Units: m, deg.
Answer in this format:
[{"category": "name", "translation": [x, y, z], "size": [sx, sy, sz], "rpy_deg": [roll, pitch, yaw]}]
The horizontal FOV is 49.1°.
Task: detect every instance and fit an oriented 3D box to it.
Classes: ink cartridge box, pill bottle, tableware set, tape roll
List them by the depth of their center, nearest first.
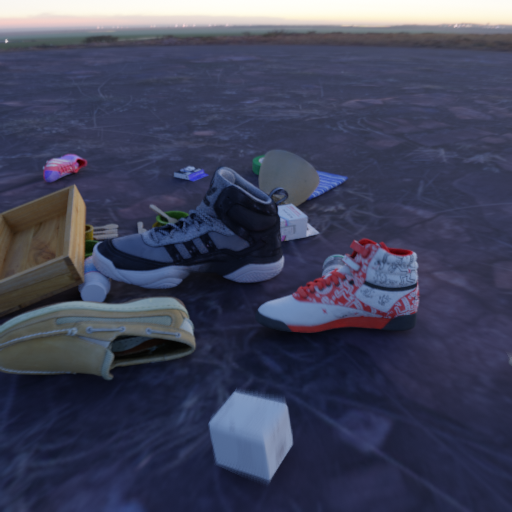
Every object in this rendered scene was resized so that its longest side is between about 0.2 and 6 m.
[{"category": "pill bottle", "translation": [-2.904, 0.444, 10.073], "size": [0.552, 0.552, 1.015], "rpy_deg": [-5, 27, -10]}, {"category": "pill bottle", "translation": [1.460, 0.411, 10.156], "size": [0.538, 0.538, 0.952], "rpy_deg": [4, 27, 8]}, {"category": "tableware set", "translation": [-2.453, -0.499, 12.060], "size": [3.104, 0.476, 2.091], "rpy_deg": [-5, 27, -11]}, {"category": "ink cartridge box", "translation": [0.550, -0.734, 12.476], "size": [1.530, 0.516, 0.891], "rpy_deg": [-10, 28, -19]}, {"category": "ink cartridge box", "translation": [-1.867, -2.368, 16.159], "size": [0.725, 0.157, 0.718], "rpy_deg": [17, 31, 29]}, {"category": "tape roll", "translation": [0.558, -2.670, 16.577], "size": [1.324, 0.318, 1.324], "rpy_deg": [-1, 26, 0]}]

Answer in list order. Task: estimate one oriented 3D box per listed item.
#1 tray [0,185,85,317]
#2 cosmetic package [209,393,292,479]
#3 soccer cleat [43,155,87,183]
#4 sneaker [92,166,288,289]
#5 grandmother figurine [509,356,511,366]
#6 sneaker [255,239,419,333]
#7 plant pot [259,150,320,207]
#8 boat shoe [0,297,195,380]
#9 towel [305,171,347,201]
[{"category": "tray", "translation": [-4.245, -0.201, 10.798], "size": [1.774, 0.666, 3.596], "rpy_deg": [-22, 31, -5]}, {"category": "cosmetic package", "translation": [-0.055, 2.094, 6.567], "size": [0.735, 0.612, 0.615], "rpy_deg": [5, 28, 29]}, {"category": "soccer cleat", "translation": [-5.497, -2.523, 16.055], "size": [0.659, 0.575, 1.723], "rpy_deg": [7, 24, 7]}, {"category": "sneaker", "translation": [-1.122, -0.587, 10.151], "size": [3.563, 2.027, 1.344], "rpy_deg": [-1, 30, -16]}, {"category": "grandmother figurine", "translation": [3.874, 1.407, 7.910], "size": [0.592, 0.296, 0.976], "rpy_deg": [-6, 11, 15]}, {"category": "sneaker", "translation": [1.302, 0.439, 8.959], "size": [2.632, 1.410, 0.879], "rpy_deg": [0, 13, -3]}, {"category": "plant pot", "translation": [0.663, -1.701, 13.680], "size": [1.510, 1.510, 1.014], "rpy_deg": [17, 68, 30]}, {"category": "boat shoe", "translation": [-2.282, 1.277, 8.019], "size": [2.894, 1.037, 1.102], "rpy_deg": [-10, 40, -19]}, {"category": "towel", "translation": [1.349, -2.036, 15.388], "size": [1.529, 0.252, 2.112], "rpy_deg": [19, 32, 32]}]
